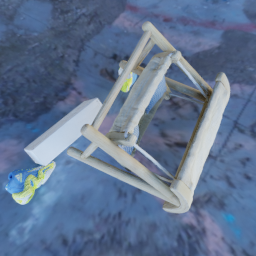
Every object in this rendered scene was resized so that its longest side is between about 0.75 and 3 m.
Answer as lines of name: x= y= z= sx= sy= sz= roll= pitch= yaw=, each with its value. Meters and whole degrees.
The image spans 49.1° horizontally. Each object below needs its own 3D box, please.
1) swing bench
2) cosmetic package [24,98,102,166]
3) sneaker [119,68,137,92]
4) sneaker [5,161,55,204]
swing bench: x=0.668 y=-0.097 z=5.715 sx=2.690 sy=1.745 sz=2.676 roll=31 pitch=66 yaw=-9
cosmetic package: x=-1.445 y=0.063 z=6.639 sx=1.951 sy=0.805 sz=0.494 roll=-43 pitch=108 yaw=-25
sneaker: x=0.015 y=-1.442 z=7.441 sx=0.382 sy=1.008 sz=0.529 roll=32 pitch=56 yaw=12
sneaker: x=-2.111 y=1.003 z=6.040 sx=0.686 sy=0.495 sz=1.306 roll=35 pitch=30 yaw=-3
